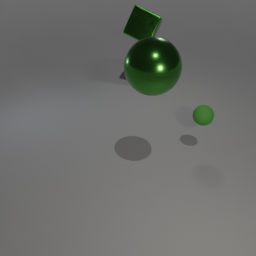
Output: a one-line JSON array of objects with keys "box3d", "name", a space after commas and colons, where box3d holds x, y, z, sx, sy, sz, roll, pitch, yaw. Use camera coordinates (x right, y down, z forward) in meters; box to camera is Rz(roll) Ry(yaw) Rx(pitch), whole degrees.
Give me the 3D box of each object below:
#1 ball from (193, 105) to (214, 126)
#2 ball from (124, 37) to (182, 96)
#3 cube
[{"box3d": [2.537, -0.427, 9.427, 0.700, 0.700, 0.700, 0, 32, 0], "name": "ball"}, {"box3d": [0.599, -1.481, 6.789, 1.400, 1.400, 1.400, 0, 32, 0], "name": "ball"}, {"box3d": [0.758, -5.031, 13.862, 1.400, 1.400, 1.400, 27, 17, 1], "name": "cube"}]
